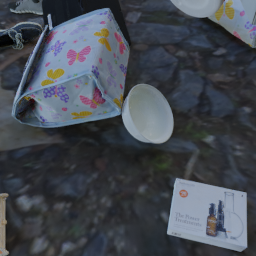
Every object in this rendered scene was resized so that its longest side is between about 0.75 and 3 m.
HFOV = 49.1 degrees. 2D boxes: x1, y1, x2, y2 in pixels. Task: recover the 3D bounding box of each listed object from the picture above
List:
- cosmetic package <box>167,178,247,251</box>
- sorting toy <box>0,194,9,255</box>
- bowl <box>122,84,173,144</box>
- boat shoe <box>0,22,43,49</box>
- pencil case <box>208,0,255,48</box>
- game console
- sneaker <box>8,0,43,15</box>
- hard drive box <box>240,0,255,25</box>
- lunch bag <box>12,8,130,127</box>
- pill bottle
[{"bbox_3d":[1.726,1.846,6.082,1.573,0.406,1.186,10,53,7],"label":"cosmetic package"},{"bbox_3d":[-3.196,2.104,5.866,1.183,0.702,1.314,-22,56,8],"label":"sorting toy"},{"bbox_3d":[0.389,-0.276,7.163,1.567,0.704,1.567,17,63,-36],"label":"bowl"},{"bbox_3d":[-3.755,-2.979,9.205,1.904,0.713,0.589,-11,55,-6],"label":"boat shoe"},{"bbox_3d":[3.616,-3.970,9.584,1.342,1.229,2.958,-15,52,-41],"label":"pencil case"},{"bbox_3d":[-1.508,-3.663,9.737,2.396,1.586,2.724,-24,63,20],"label":"game console"},{"bbox_3d":[-3.732,-4.736,10.288,1.576,0.910,0.591,5,55,3],"label":"sneaker"},{"bbox_3d":[2.703,-2.510,4.129,2.072,0.796,1.615,-9,61,4],"label":"hard drive box"},{"bbox_3d":[-1.650,-1.467,7.349,2.953,1.878,2.505,-10,52,25],"label":"lunch bag"},{"bbox_3d":[1.810,-3.500,5.683,1.297,1.297,2.168,30,78,19],"label":"pill bottle"}]
